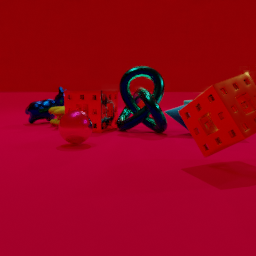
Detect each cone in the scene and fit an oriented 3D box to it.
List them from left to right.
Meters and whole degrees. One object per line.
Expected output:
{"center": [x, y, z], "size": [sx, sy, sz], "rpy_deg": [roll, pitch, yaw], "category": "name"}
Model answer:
{"center": [1.330, -0.344, 7.120], "size": [0.863, 0.860, 0.860], "rpy_deg": [9, 6, -10], "category": "cone"}

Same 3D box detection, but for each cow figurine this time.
{"center": [-2.636, -0.752, 9.406], "size": [1.441, 0.791, 1.418], "rpy_deg": [-13, -18, -41], "category": "cow figurine"}
{"center": [-1.814, -0.411, 8.890], "size": [1.302, 0.726, 1.323], "rpy_deg": [-9, 11, -28], "category": "cow figurine"}

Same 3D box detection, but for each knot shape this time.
{"center": [0.279, -0.589, 7.684], "size": [0.873, 1.890, 1.768], "rpy_deg": [-3, -23, -40], "category": "knot shape"}

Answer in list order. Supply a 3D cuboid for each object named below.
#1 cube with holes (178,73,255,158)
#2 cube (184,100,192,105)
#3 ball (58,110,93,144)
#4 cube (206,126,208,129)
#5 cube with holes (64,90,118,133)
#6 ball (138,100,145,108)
{"center": [1.486, -0.187, 4.256], "size": [0.837, 0.837, 0.837], "rpy_deg": [-21, -12, -32], "category": "cube with holes"}
{"center": [2.282, -0.512, 9.041], "size": [0.774, 0.774, 0.774], "rpy_deg": [-4, 8, -1], "category": "cube"}
{"center": [-1.088, -0.017, 5.838], "size": [0.703, 0.703, 0.703], "rpy_deg": [0, 8, 0], "category": "ball"}
{"center": [2.316, -0.215, 6.913], "size": [0.829, 0.829, 0.829], "rpy_deg": [1, 8, 2], "category": "cube"}
{"center": [-1.028, -0.525, 8.079], "size": [1.133, 1.133, 1.133], "rpy_deg": [3, 9, 22], "category": "cube with holes"}
{"center": [0.633, -1.105, 11.749], "size": [0.943, 0.943, 0.943], "rpy_deg": [0, 8, 0], "category": "ball"}
